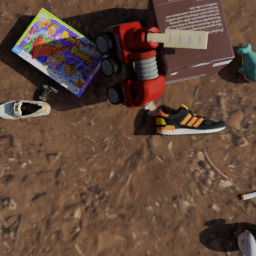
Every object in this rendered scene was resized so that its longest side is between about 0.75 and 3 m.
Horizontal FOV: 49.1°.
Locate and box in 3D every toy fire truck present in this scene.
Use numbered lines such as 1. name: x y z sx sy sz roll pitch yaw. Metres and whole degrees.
1. toy fire truck: 0.778 -2.050 8.822 1.909 2.966 2.611 -28 116 -38

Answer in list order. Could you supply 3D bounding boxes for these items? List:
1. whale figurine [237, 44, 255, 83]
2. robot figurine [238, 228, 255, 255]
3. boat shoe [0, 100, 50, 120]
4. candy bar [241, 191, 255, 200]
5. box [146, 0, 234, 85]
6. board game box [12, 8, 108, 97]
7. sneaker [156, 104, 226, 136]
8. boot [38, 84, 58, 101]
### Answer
1. whale figurine: 4.765 -2.483 10.605 1.205 0.786 1.515 -27 87 -1
2. robot figurine: 4.867 4.132 10.144 1.679 1.048 1.261 -9 84 -1
3. boat shoe: -4.030 -0.737 10.561 2.012 0.688 0.752 -7 87 0
4. candy bar: 4.763 2.558 10.686 0.929 0.103 0.232 -14 87 -1
5. box: 2.005 -3.216 9.906 2.268 2.245 2.734 -11 87 -1
6. board game box: -2.555 -2.840 10.687 2.958 0.662 1.989 34 87 2
7. sneaker: 2.330 -0.328 10.429 2.589 0.906 1.165 -4 90 2
8. boot: -3.061 -1.298 10.732 0.784 0.283 0.592 22 89 26
